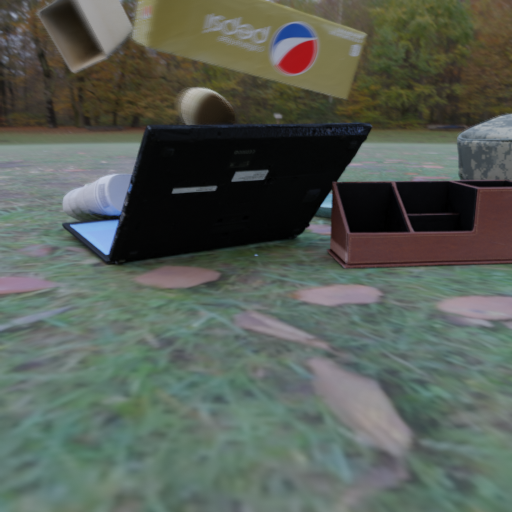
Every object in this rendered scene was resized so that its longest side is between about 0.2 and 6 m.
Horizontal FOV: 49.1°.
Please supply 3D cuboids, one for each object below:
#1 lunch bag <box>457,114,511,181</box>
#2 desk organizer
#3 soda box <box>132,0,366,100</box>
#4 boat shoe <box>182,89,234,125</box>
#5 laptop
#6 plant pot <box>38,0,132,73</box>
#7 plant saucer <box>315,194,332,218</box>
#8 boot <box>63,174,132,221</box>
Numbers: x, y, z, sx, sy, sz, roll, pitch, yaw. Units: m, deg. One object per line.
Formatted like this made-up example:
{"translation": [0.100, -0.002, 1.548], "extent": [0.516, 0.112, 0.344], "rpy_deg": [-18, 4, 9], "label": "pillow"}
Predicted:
{"translation": [4.840, -1.251, 9.674], "extent": [1.744, 2.100, 2.503], "rpy_deg": [-22, 23, -25], "label": "lunch bag"}
{"translation": [2.692, -0.530, 8.640], "extent": [3.006, 1.157, 1.078], "rpy_deg": [-2, 14, -6], "label": "desk organizer"}
{"translation": [-0.107, -3.954, 10.090], "extent": [3.946, 1.263, 1.336], "rpy_deg": [6, 23, -25], "label": "soda box"}
{"translation": [-0.781, -2.141, 9.232], "extent": [0.738, 0.820, 2.272], "rpy_deg": [39, 2, 18], "label": "boat shoe"}
{"translation": [-0.881, -1.216, 9.237], "extent": [3.642, 4.109, 2.122], "rpy_deg": [-10, 58, -33], "label": "laptop"}
{"translation": [-2.925, -4.130, 9.991], "extent": [1.149, 1.147, 1.017], "rpy_deg": [-1, 36, 42], "label": "plant pot"}
{"translation": [2.059, -1.139, 12.881], "extent": [2.251, 0.308, 2.251], "rpy_deg": [1, 14, 0], "label": "plant saucer"}
{"translation": [-2.630, -1.218, 11.756], "extent": [1.383, 1.065, 2.895], "rpy_deg": [-7, -1, 30], "label": "boot"}
